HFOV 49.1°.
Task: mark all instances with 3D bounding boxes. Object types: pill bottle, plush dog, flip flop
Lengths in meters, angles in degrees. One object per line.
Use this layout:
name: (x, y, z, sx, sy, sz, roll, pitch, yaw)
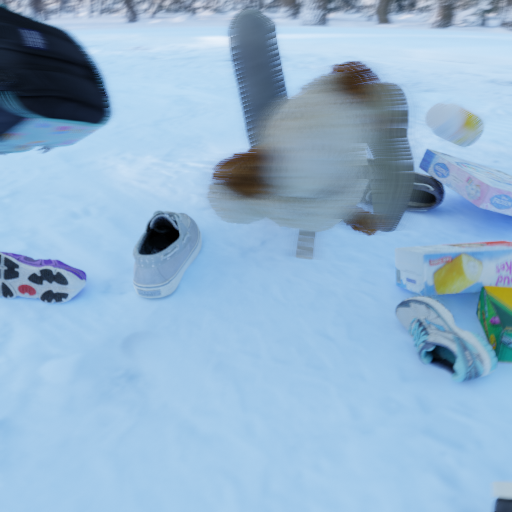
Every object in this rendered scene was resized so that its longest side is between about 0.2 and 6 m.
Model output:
pill bottle: (3.666, -2.454, 10.411, 1.105, 0.623, 0.623, 8, 19, -39)
plush dog: (0.682, -1.173, 6.935, 2.578, 2.214, 2.068, -45, 73, -1)
flip flop: (1.780, -1.667, 8.792, 0.944, 1.330, 3.281, 6, 47, 2)

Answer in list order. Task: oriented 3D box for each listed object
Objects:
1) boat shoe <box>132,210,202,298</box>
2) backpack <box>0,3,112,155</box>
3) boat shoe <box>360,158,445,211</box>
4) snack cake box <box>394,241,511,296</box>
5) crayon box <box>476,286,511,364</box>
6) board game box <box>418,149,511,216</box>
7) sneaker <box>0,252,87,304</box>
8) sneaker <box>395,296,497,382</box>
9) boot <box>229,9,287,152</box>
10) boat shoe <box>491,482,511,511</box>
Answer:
boat shoe: (-1.629, -0.313, 10.471, 0.981, 1.001, 2.811, 3, 28, 5)
backpack: (-3.565, -2.670, 8.892, 1.795, 2.058, 2.341, -28, -6, 34)
boat shoe: (2.934, -1.605, 12.903, 2.746, 0.998, 0.861, 12, 26, 13)
snack cake box: (3.571, 0.177, 9.481, 2.121, 0.713, 1.220, -4, 4, -7)
crayon box: (4.510, 1.059, 8.335, 2.074, 0.604, 1.232, 3, 28, 6)
board game box: (5.277, -1.500, 12.417, 2.485, 0.539, 2.473, 11, 23, -21)
sneaker: (-3.927, 0.345, 9.774, 2.014, 0.812, 0.840, 14, 15, 8)
sneaker: (2.561, 1.173, 8.100, 0.749, 0.673, 1.735, -18, 33, -25)
boot: (0.182, -3.214, 11.521, 1.391, 3.832, 3.484, -3, -3, 0)
boat shoe: (3.544, 2.795, 5.077, 2.777, 0.997, 0.939, 10, 64, 6)
